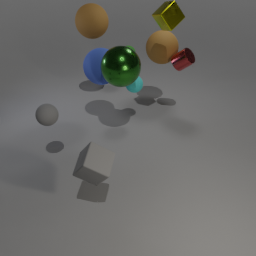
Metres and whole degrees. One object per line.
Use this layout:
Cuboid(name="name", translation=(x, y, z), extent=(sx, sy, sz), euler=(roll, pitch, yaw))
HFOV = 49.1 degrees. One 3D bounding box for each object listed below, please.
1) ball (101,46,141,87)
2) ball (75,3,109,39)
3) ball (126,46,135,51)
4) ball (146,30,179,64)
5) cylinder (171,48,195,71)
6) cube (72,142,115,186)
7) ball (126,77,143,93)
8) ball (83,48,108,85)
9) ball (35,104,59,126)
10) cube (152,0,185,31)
Cuboid(name="ball", translation=(-0.247, -2.121, 9.692), extent=(1.400, 1.400, 1.400), euler=(0, 33, 0))
Cuboid(name="ball", translation=(-1.515, -4.471, 11.745), extent=(1.400, 1.400, 1.400), euler=(0, 33, 0))
Cuboid(name="ball", translation=(0.018, -3.633, 13.574), extent=(0.700, 0.700, 0.700), euler=(0, 33, 0))
Cuboid(name="ball", translation=(1.465, -3.461, 12.029), extent=(1.400, 1.400, 1.400), euler=(0, 33, 0))
Cuboid(name="cylinder", translation=(2.218, -2.754, 11.269), extent=(0.700, 0.700, 0.700), euler=(-25, 11, 44))
Cuboid(name="cube", translation=(-0.835, 0.887, 6.883), extent=(0.700, 0.700, 0.700), euler=(28, 50, -18))
Cuboid(name="ball", translation=(0.248, -1.751, 11.129), extent=(0.700, 0.700, 0.700), euler=(0, 33, 0))
Cuboid(name="ball", translation=(-1.035, -2.384, 10.862), extent=(1.400, 1.400, 1.400), euler=(0, 33, 0))
Cuboid(name="ball", translation=(-2.519, -0.411, 8.719), extent=(0.700, 0.700, 0.700), euler=(0, 33, 0))
Cuboid(name="cube", translation=(1.392, -3.866, 9.673), extent=(0.700, 0.700, 0.700), euler=(-45, 29, -1))
